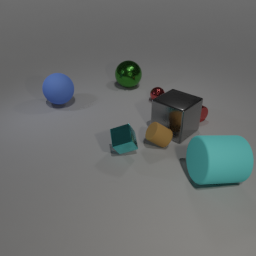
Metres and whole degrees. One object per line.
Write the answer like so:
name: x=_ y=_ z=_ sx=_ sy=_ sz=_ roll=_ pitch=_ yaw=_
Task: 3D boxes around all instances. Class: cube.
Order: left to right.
cube: x=-0.131 y=0.378 z=9.455 sx=0.700 sy=0.700 sz=0.700 roll=-17 pitch=60 yaw=12
cube: x=1.843 y=-0.495 z=10.740 sx=1.400 sy=1.400 sz=1.400 roll=25 pitch=39 yaw=34

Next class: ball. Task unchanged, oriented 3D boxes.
ball: x=-3.137 y=-1.769 z=12.637 sx=1.400 sy=1.400 sz=1.400 roll=0 pitch=31 yaw=0
ball: x=0.022 y=-2.783 z=14.502 sx=1.400 sy=1.400 sz=1.400 roll=0 pitch=31 yaw=0
ball: x=1.396 y=-1.594 z=13.253 sx=0.700 sy=0.700 sz=0.700 roll=0 pitch=31 yaw=0

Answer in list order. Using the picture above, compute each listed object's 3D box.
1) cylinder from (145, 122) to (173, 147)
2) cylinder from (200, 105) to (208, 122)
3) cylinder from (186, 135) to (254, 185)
cylinder: x=1.088 y=0.237 z=9.872 sx=0.700 sy=0.700 sz=0.700 roll=28 pitch=22 yaw=-25
cylinder: x=2.868 y=-0.693 z=11.748 sx=0.700 sy=0.700 sz=0.700 roll=-17 pitch=35 yaw=-26
cylinder: x=2.644 y=0.918 z=8.228 sx=1.400 sy=1.400 sz=1.400 roll=0 pitch=30 yaw=-14
